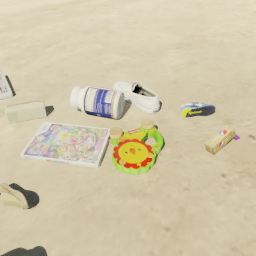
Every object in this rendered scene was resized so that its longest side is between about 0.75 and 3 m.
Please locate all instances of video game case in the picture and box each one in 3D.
[{"bbox_3d":[-6.684,-1.803,13.038,2.130,0.268,2.340,-18,42,-23],"label":"video game case"},{"bbox_3d":[-2.114,0.532,9.983,2.703,0.244,1.936,6,38,8],"label":"video game case"}]

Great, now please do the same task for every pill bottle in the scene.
[{"bbox_3d":[-1.227,-1.084,11.330,2.010,1.163,1.163,11,39,13],"label":"pill bottle"}]

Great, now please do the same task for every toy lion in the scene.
[{"bbox_3d":[0.329,0.683,9.556,2.023,0.695,1.939,-16,47,-21],"label":"toy lion"}]

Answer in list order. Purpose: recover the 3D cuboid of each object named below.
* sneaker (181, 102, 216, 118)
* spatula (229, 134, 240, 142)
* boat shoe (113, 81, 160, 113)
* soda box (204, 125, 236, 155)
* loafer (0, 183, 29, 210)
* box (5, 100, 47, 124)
[{"bbox_3d":[2.873,-0.816,11.527,1.446,0.535,0.595,-3,35,-5],"label":"sneaker"},{"bbox_3d":[3.686,0.455,10.186,1.063,0.109,0.300,-25,49,-25],"label":"spatula"},{"bbox_3d":[0.361,-1.612,12.251,2.735,0.894,1.006,31,47,34],"label":"boat shoe"},{"bbox_3d":[3.198,0.393,9.723,1.150,0.368,0.389,-36,37,-18],"label":"soda box"},{"bbox_3d":[-3.298,2.001,7.883,1.353,0.512,0.462,16,40,34],"label":"loafer"},{"bbox_3d":[-4.088,-0.668,11.263,1.497,0.615,0.512,-11,38,-16],"label":"box"}]
